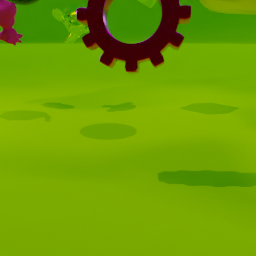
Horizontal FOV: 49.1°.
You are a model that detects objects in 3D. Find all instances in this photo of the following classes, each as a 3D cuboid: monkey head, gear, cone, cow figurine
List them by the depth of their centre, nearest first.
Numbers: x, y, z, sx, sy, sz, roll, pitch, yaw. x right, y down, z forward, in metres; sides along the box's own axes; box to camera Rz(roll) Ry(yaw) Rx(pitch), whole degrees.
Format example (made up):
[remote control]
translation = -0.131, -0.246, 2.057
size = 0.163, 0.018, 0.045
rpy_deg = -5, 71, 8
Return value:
[cone]
translation = 1.876, -1.790, 3.474
size = 1.573, 1.573, 1.579
rpy_deg = -6, 51, -18
[gear]
translation = 0.075, -1.576, 3.935
size = 1.548, 1.548, 0.286
rpy_deg = 2, 7, 7
[monkey head]
translation = -1.689, -3.164, 8.484
size = 1.068, 0.895, 1.484
rpy_deg = -36, -3, 33
[cow figurine]
translation = -3.689, -3.273, 8.600
size = 1.279, 1.258, 0.702
rpy_deg = -35, 12, 41

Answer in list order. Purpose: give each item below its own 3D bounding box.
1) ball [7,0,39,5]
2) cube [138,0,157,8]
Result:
[ball]
translation = -2.311, -3.288, 5.961
size = 1.245, 1.245, 1.245
rpy_deg = 0, 18, 0
[cube]
translation = 0.575, -4.361, 7.991
size = 1.051, 1.051, 1.051
rpy_deg = 26, -30, -14
